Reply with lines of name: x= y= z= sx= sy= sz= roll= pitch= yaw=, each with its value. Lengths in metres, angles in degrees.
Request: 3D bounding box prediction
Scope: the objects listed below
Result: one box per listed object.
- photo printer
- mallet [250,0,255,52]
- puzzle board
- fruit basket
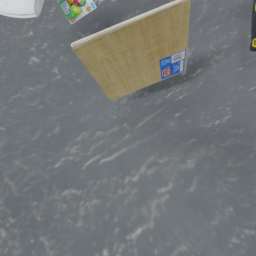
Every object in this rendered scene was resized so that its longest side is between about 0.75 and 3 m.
photo printer: x=-2.584 y=-3.375 z=6.611 sx=1.338 sy=0.558 sz=1.608 roll=10 pitch=78 yaw=2
mallet: x=3.199 y=-3.268 z=6.489 sx=0.955 sy=2.900 sz=0.597 roll=2 pitch=28 yaw=35
puzzle board: x=0.251 y=-1.531 z=6.158 sx=2.180 sy=2.893 sz=0.252 roll=-21 pitch=75 yaw=5
fruit basket: x=-1.414 y=-3.387 z=7.558 sx=0.873 sy=0.409 sz=0.808 roll=-23 pitch=106 yaw=24
